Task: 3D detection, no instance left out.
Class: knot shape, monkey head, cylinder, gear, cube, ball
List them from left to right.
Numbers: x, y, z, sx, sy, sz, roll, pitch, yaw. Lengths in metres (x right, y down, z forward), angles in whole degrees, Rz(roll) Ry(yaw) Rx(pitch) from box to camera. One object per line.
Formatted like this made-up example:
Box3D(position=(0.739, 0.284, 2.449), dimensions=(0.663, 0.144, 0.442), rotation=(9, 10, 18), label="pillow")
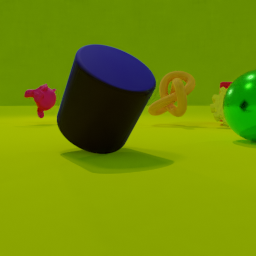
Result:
Box3D(position=(-3.068, -1.047, 9.887), dimensions=(0.994, 1.381, 0.832), rotation=(1, -36, 18), label="monkey head")
Box3D(position=(-0.337, -0.410, 4.017), dimensions=(1.133, 1.133, 1.133), rotation=(17, 37, -14), label="cylinder")
Box3D(position=(1.463, -1.016, 8.941), dimensions=(0.848, 1.836, 1.718), rotation=(33, 7, -17), label="knot shape")
Box3D(position=(3.178, -0.680, 8.214), dimensions=(1.434, 1.434, 0.265), rotation=(3, -30, 28), label="gear")
Box3D(position=(3.727, -0.814, 9.324), dimensions=(1.273, 1.273, 1.273), rotation=(4, 2, 21), label="cube")
Box3D(position=(2.446, -0.409, 5.147), dimensions=(1.342, 1.342, 1.342), rotation=(0, 5, 0), label="ball")
